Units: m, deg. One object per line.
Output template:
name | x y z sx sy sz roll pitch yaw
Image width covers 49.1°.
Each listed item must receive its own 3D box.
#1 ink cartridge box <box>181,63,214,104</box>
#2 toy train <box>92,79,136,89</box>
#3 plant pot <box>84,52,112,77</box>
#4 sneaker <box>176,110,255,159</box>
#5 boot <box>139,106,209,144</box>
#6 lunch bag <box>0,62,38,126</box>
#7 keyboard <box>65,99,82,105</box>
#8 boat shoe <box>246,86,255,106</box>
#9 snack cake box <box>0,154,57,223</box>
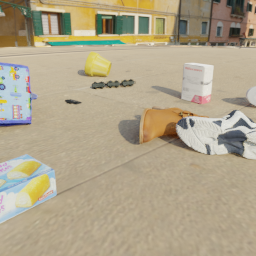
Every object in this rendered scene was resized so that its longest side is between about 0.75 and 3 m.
ink cartridge box | 3.411 -2.227 13.813 0.755 1.824 1.336 -16 26 -35
toy train | -0.856 -2.655 16.927 2.720 0.464 0.623 -7 10 -15
plant pot | -2.078 -4.427 20.053 1.581 1.681 1.681 18 23 3
sneaker | 2.977 0.044 8.940 2.752 1.098 1.791 6 20 15
boot | 1.621 -0.103 9.491 2.161 1.029 2.793 11 26 18
lunch bag | -4.789 -1.213 10.153 2.955 2.224 1.390 -3 -4 -30
keyboard | -2.749 -1.296 13.801 0.896 0.115 0.538 16 26 38
boat shoe | 6.855 -1.511 13.118 2.941 1.058 0.966 -1 15 -3
snack cake box | -2.777 1.369 5.994 1.219 0.712 2.120 19 27 38
